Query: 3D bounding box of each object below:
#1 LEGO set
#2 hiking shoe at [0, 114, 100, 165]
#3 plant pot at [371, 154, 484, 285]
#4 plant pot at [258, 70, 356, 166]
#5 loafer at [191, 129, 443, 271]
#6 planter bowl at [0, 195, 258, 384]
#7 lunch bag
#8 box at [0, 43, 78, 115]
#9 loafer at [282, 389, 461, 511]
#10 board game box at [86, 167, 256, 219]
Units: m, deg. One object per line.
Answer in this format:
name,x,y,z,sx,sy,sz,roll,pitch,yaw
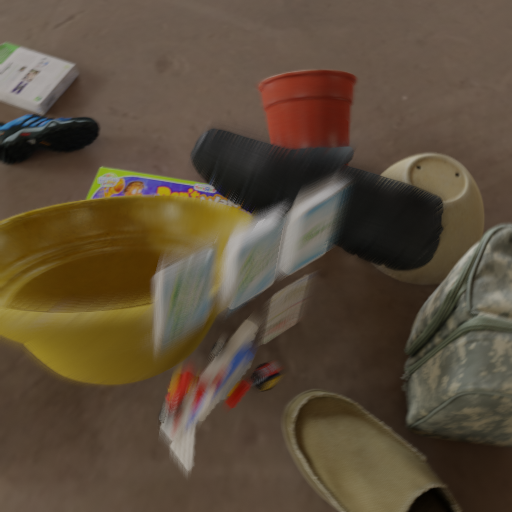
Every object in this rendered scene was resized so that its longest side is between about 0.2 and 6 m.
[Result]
LEGO set,-0.027,0.950,6.323,2.342,3.135,0.769,-28,55,-33
hiking shoe,-3.895,-2.343,10.309,1.952,0.726,0.846,-13,61,-8
plant pot,2.718,-0.804,8.981,2.115,1.420,2.115,0,58,0
plant pot,0.889,-2.098,9.448,1.656,1.656,1.611,-3,93,-2
loafer,0.839,-0.900,7.332,3.416,1.160,1.199,22,75,-5
planter bowl,-1.750,0.516,7.192,3.823,1.592,3.823,0,23,0
lunch bag,2.992,1.087,7.163,1.853,2.660,2.231,8,63,2
box,-4.710,-3.605,11.329,1.767,0.321,1.275,21,61,11
loafer,1.690,2.914,6.869,1.306,1.158,3.435,-39,66,-21
board game box,-1.494,-0.370,9.180,2.751,0.616,1.850,9,59,6
